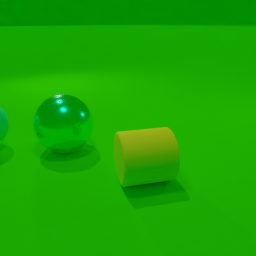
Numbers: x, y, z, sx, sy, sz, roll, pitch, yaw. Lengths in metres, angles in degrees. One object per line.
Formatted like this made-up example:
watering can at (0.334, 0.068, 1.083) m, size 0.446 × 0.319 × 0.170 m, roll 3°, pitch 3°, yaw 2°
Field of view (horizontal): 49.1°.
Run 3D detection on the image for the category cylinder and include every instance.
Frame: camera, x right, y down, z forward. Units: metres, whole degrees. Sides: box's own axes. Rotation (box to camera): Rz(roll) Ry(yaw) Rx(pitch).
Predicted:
cylinder at (0.322, 0.542, 5.369) m, size 1.029 × 1.029 × 1.029 m, roll -5°, pitch 23°, yaw -13°

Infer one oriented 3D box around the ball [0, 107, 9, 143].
ball at (-3.444, -0.064, 6.512) m, size 1.228 × 1.228 × 1.228 m, roll 0°, pitch 22°, yaw 0°

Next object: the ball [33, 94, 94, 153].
ball at (-1.492, -0.097, 6.523) m, size 1.367 × 1.367 × 1.367 m, roll 0°, pitch 22°, yaw 0°
